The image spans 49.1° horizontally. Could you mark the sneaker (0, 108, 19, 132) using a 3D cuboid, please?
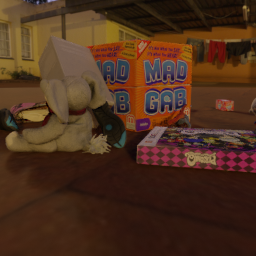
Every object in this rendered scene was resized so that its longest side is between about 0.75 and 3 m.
[{"bbox_3d":[-3.789,-0.137,8.357,0.764,0.683,1.866,-27,18,-25],"label":"sneaker"}]

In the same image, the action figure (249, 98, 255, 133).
[{"bbox_3d":[4.328,-0.301,6.840,2.656,1.389,2.570,-16,29,-43],"label":"action figure"}]

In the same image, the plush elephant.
[{"bbox_3d":[-1.409,-0.396,6.203,2.247,1.740,1.850,5,12,28],"label":"plush elephant"}]

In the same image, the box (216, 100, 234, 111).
[{"bbox_3d":[4.759,-1.132,13.810,0.505,0.484,1.013,-1,10,-5],"label":"box"}]

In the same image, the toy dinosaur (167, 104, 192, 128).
[{"bbox_3d":[1.352,-0.245,7.730,0.704,1.341,1.217,-13,-25,15],"label":"toy dinosaur"}]

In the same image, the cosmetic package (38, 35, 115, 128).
[{"bbox_3d":[-1.613,-1.389,8.305,1.460,1.233,2.734,12,43,-37],"label":"cosmetic package"}]

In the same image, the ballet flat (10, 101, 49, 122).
[{"bbox_3d":[-2.898,-0.575,10.178,2.585,0.894,0.920,-10,32,-25],"label":"ballet flat"}]

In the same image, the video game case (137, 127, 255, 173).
[{"bbox_3d":[1.529,0.358,5.781,2.333,0.418,2.115,3,11,15],"label":"video game case"}]

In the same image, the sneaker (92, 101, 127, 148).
[{"bbox_3d":[-0.410,-0.091,6.750,0.536,1.465,0.600,-25,-30,-5],"label":"sneaker"}]

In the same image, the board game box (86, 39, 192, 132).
[{"bbox_3d":[0.333,-1.486,9.683,2.637,2.638,2.639,-10,15,-41],"label":"board game box"}]
